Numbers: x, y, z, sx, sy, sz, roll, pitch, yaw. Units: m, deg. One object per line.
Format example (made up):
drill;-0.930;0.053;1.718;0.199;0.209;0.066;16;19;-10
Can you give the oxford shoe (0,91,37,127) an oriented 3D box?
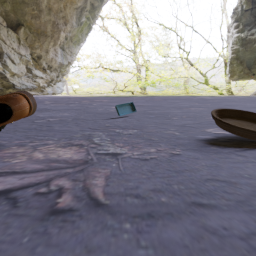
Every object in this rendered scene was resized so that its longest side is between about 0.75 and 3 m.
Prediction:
oxford shoe;-3.489;-0.300;6.752;2.509;0.895;0.894;-16;14;21

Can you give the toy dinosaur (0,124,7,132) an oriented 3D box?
toy dinosaur;-3.316;-0.156;7.361;0.834;0.368;0.198;-24;9;39

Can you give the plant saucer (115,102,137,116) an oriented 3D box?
plant saucer;-0.087;-0.839;12.378;0.137;0.506;1.448;-23;-2;32

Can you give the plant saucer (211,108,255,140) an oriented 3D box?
plant saucer;3.162;-0.089;7.234;2.053;0.302;2.053;8;18;-3
